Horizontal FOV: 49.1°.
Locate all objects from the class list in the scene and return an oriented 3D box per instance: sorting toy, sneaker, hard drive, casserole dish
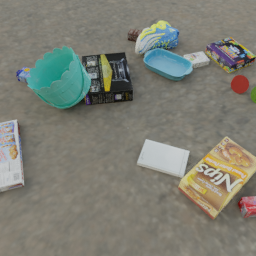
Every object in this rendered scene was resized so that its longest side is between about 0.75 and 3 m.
[{"bbox_3d":[5.508,-1.517,11.671,2.350,0.815,0.809,36,36,27],"label":"sorting toy"},{"bbox_3d":[1.565,-4.297,13.539,1.498,1.080,2.851,27,55,19],"label":"sneaker"},{"bbox_3d":[1.244,1.042,9.784,1.615,0.215,1.065,15,53,12],"label":"hard drive"},{"bbox_3d":[1.799,-2.863,12.785,2.343,0.455,1.419,29,57,23],"label":"casserole dish"}]

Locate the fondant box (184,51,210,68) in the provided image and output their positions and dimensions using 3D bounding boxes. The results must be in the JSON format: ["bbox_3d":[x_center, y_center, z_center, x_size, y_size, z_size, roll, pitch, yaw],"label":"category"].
[{"bbox_3d":[3.197,-3.188,13.148,1.006,0.293,0.726,-13,52,-12],"label":"fondant box"}]

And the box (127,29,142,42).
[{"bbox_3d":[0.577,-4.693,14.297,1.099,0.412,0.550,14,52,13],"label":"box"}]

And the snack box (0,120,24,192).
[{"bbox_3d":[-4.278,0.896,9.816,1.003,0.339,2.790,-13,52,-11],"label":"snack box"}]

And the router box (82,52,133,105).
[{"bbox_3d":[-0.935,-2.187,12.091,2.000,0.664,2.544,-6,51,-5],"label":"router box"}]

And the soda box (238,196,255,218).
[{"bbox_3d":[4.176,2.372,8.555,1.438,0.456,0.503,-4,51,-4],"label":"soda box"}]

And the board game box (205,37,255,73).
[{"bbox_3d":[4.821,-3.492,13.255,1.484,0.509,1.796,-21,54,-18],"label":"board game box"}]

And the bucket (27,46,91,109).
[{"bbox_3d":[-2.618,-1.904,10.945,2.229,1.450,2.229,-17,51,22],"label":"bucket"}]

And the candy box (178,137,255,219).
[{"bbox_3d":[2.985,1.535,9.070,2.482,0.686,1.433,-36,60,-26],"label":"candy box"}]

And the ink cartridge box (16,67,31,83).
[{"bbox_3d":[-4.474,-2.343,12.430,0.951,0.363,0.649,14,52,13],"label":"ink cartridge box"}]
